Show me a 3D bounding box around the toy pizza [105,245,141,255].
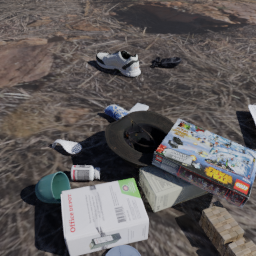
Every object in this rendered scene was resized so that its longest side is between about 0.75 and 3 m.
[{"bbox_3d":[-0.123,3.236,6.625,0.955,0.151,0.955,-1,37,1],"label":"toy pizza"}]

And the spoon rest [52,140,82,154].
[{"bbox_3d":[-2.151,0.643,9.814,1.108,0.336,0.551,11,39,16],"label":"spoon rest"}]

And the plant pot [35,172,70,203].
[{"bbox_3d":[-2.199,1.737,8.010,0.707,0.881,0.881,-11,34,20],"label":"plant pot"}]

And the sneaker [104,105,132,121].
[{"bbox_3d":[-0.355,-0.527,11.144,1.426,0.540,0.549,16,37,22],"label":"sneaker"}]

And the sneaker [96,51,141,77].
[{"bbox_3d":[-0.525,-3.625,14.674,2.852,1.141,1.051,23,45,29],"label":"sneaker"}]

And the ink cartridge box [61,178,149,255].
[{"bbox_3d":[-0.638,2.263,7.296,2.022,0.849,1.471,-9,39,-11],"label":"ink cartridge box"}]

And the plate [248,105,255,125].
[{"bbox_3d":[5.967,-0.002,10.589,2.433,0.394,2.438,5,38,6],"label":"plate"}]

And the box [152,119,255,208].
[{"bbox_3d":[2.246,0.879,7.977,2.631,0.525,1.801,25,45,18],"label":"box"}]

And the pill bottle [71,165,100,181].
[{"bbox_3d":[-1.311,1.402,8.715,0.858,0.475,0.475,1,38,2],"label":"pill bottle"}]

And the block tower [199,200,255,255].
[{"bbox_3d":[2.578,2.861,6.729,0.654,0.611,2.262,-13,39,-17],"label":"block tower"}]

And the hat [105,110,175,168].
[{"bbox_3d":[0.562,0.601,9.183,2.720,1.097,2.720,5,38,-4],"label":"hat"}]

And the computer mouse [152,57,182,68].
[{"bbox_3d":[2.156,-3.525,15.183,1.523,0.401,1.055,2,38,22],"label":"computer mouse"}]

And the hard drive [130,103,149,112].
[{"bbox_3d":[0.435,-0.750,11.783,0.551,0.111,0.835,20,42,24],"label":"hard drive"}]

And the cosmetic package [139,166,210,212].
[{"bbox_3d":[1.541,1.510,8.297,2.212,0.786,1.164,-13,42,-16],"label":"cosmetic package"}]
